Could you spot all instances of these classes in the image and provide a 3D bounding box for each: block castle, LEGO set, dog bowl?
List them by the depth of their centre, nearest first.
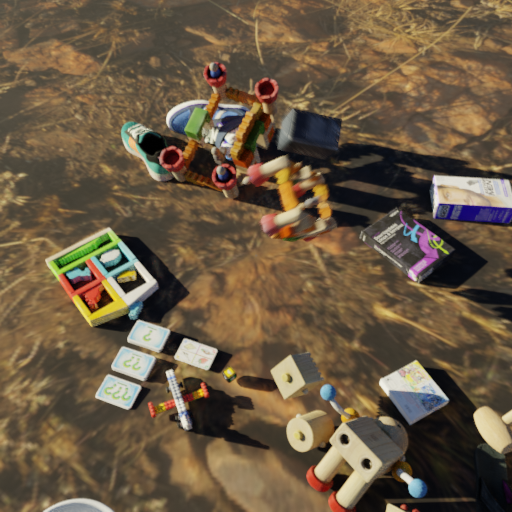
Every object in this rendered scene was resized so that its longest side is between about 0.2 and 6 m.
[{"bbox_3d":[-2.485,4.255,7.676,1.615,0.636,1.615,0,50,0],"label":"dog bowl"},{"bbox_3d":[-1.493,2.027,9.681,2.171,0.533,1.622,17,55,13],"label":"LEGO set"},{"bbox_3d":[0.606,-0.910,9.853,0.891,1.898,1.269,-20,79,26],"label":"block castle"},{"bbox_3d":[-0.753,-2.845,12.609,1.872,1.315,2.802,21,77,14],"label":"block castle"}]

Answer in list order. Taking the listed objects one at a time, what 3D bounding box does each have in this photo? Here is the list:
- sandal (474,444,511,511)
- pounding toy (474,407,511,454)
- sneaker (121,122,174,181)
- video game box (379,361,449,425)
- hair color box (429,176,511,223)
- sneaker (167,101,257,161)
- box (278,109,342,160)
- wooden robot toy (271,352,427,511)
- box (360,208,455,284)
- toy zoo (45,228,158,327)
[{"bbox_3d":[3.605,3.578,8.419,0.598,0.381,1.590,2,50,2],"label":"sandal"},{"bbox_3d":[4.969,2.782,8.203,3.022,1.733,1.728,-7,46,-6],"label":"pounding toy"},{"bbox_3d":[-2.619,-2.754,13.479,0.784,0.877,2.195,-28,55,-22],"label":"sneaker"},{"bbox_3d":[2.696,2.331,9.602,0.797,0.205,0.875,-23,54,-16],"label":"video game box"},{"bbox_3d":[4.784,-1.261,12.448,1.663,0.539,0.909,3,50,5],"label":"hair color box"},{"bbox_3d":[-1.030,-3.002,13.667,2.236,0.901,1.637,-3,45,-9],"label":"sneaker"},{"bbox_3d":[0.966,-2.215,10.269,0.929,0.945,0.586,9,87,-9],"label":"box"},{"bbox_3d":[1.627,2.941,8.720,1.510,1.466,3.328,0,37,-49],"label":"wooden robot toy"},{"bbox_3d":[3.157,-0.252,11.744,1.147,0.290,1.605,-33,56,-25],"label":"box"},{"bbox_3d":[-3.002,0.469,11.160,1.493,0.233,2.276,-31,56,-23],"label":"toy zoo"}]
